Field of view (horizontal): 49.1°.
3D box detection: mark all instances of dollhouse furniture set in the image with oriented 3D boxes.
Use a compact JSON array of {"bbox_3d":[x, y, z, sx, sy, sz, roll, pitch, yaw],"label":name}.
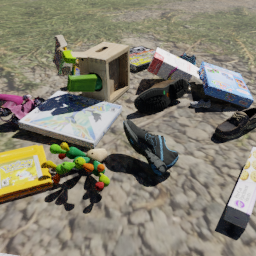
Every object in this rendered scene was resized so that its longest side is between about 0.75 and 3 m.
[{"bbox_3d":[-2.234,-2.611,11.481,1.071,1.386,2.773,-7,46,-26],"label":"dollhouse furniture set"}]

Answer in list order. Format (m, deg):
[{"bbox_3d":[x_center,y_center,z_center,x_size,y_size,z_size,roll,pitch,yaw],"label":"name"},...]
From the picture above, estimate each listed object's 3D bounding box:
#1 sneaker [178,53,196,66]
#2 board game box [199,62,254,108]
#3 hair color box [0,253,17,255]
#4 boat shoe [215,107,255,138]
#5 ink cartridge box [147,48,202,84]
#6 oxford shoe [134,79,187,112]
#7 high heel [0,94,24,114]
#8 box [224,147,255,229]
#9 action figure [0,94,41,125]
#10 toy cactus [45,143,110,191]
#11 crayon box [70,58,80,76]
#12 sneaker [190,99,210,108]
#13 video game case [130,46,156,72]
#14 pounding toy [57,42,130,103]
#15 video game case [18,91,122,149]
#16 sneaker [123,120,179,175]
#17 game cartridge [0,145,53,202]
[{"bbox_3d":[3.069,-3.931,15.806,1.541,0.736,0.611,5,34,7],"label":"sneaker"},{"bbox_3d":[4.339,-2.021,12.631,2.010,0.486,2.657,17,34,-4],"label":"board game box"},{"bbox_3d":[-2.694,3.001,5.389,2.014,0.617,1.022,5,33,8],"label":"hair color box"},{"bbox_3d":[3.996,-0.280,10.227,2.107,0.772,0.785,-21,39,-29],"label":"boat shoe"},{"bbox_3d":[2.296,-2.801,13.560,2.507,0.846,1.460,25,35,-3],"label":"ink cartridge box"},{"bbox_3d":[1.215,-1.357,11.918,2.731,0.992,1.153,-23,22,-32],"label":"oxford shoe"},{"bbox_3d":[-5.397,-1.260,11.797,2.010,0.678,0.966,26,49,11],"label":"high heel"},{"bbox_3d":[3.358,1.508,7.715,0.583,0.545,2.815,20,38,27],"label":"box"},{"bbox_3d":[-4.007,-0.692,10.993,1.236,1.112,1.659,-10,27,30],"label":"action figure"},{"bbox_3d":[-1.241,1.076,8.215,2.208,1.129,1.822,17,18,28],"label":"toy cactus"},{"bbox_3d":[-2.301,-2.783,13.433,0.759,1.207,0.311,11,0,-41],"label":"crayon box"},{"bbox_3d":[3.044,-1.081,11.819,0.886,0.363,0.331,-1,33,-1],"label":"sneaker"},{"bbox_3d":[0.684,-4.148,16.489,2.819,0.360,2.548,-26,41,-35],"label":"video game case"},{"bbox_3d":[-1.334,-2.484,12.045,1.879,2.433,2.643,15,36,23],"label":"pounding toy"},{"bbox_3d":[-2.078,-0.457,10.717,2.992,0.329,2.727,15,36,14],"label":"video game case"},{"bbox_3d":[0.649,0.470,8.681,0.873,0.780,2.131,-35,66,-13],"label":"sneaker"},{"bbox_3d":[-3.233,1.255,8.299,1.672,0.308,1.897,-13,39,-19],"label":"game cartridge"}]
